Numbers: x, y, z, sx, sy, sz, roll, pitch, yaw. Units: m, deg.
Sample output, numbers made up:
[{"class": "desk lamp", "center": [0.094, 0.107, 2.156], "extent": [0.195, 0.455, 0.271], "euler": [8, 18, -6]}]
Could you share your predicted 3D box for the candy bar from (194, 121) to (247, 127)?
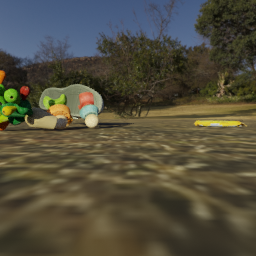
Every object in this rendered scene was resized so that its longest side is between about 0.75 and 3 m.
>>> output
[{"class": "candy bar", "center": [2.646, -0.119, 8.092], "extent": [1.474, 0.163, 0.368], "euler": [1, -6, 37]}]

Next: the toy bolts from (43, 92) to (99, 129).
[{"class": "toy bolts", "center": [-1.362, -0.226, 7.075], "extent": [1.299, 0.901, 1.241], "euler": [-12, -35, -15]}]

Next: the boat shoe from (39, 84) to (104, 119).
[{"class": "boat shoe", "center": [-1.881, -0.845, 9.745], "extent": [2.912, 1.073, 0.934], "euler": [4, -13, 37]}]

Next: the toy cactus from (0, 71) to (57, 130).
[{"class": "toy cactus", "center": [-2.148, -0.359, 5.554], "extent": [1.455, 0.902, 1.764], "euler": [18, -33, -27]}]
